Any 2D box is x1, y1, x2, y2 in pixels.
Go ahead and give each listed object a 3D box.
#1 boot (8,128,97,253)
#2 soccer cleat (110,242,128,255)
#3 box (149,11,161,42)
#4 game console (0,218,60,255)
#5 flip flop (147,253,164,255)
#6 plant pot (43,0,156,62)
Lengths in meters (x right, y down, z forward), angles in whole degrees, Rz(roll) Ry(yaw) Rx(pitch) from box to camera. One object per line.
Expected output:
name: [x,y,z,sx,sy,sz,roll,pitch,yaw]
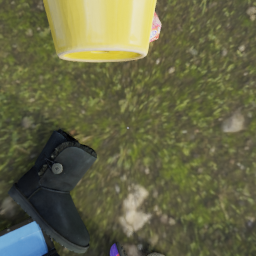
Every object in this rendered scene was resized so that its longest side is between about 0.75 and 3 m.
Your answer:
boot: [-1.633,1.672,7.920,2.891,1.104,2.429,38,86,12]
soccer cleat: [-0.199,4.578,7.534,1.034,0.964,2.825,-14,84,-3]
box: [0.155,-3.713,8.937,1.030,0.950,2.007,-25,81,-4]
game console: [-2.625,3.426,7.101,2.047,1.801,1.192,-17,114,-42]
flip flop: [1.102,4.856,7.531,1.149,0.816,2.834,-17,81,-3]
plant pot: [-0.603,-2.914,5.862,2.997,2.997,2.819,-1,97,0]
